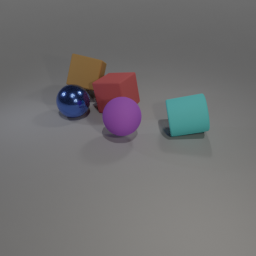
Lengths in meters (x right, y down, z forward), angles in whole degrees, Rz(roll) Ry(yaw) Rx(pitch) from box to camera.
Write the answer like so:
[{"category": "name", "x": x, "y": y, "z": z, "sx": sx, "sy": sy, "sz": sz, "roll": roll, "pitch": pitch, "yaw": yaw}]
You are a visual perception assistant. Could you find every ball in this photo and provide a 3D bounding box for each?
[{"category": "ball", "x": -2.297, "y": -1.129, "z": 11.750, "sx": 1.400, "sy": 1.400, "sz": 1.400, "roll": 0, "pitch": 31, "yaw": 0}, {"category": "ball", "x": -0.214, "y": -0.413, "z": 10.049, "sx": 1.400, "sy": 1.400, "sz": 1.400, "roll": 0, "pitch": 31, "yaw": 0}]

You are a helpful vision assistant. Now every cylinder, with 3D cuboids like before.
[{"category": "cylinder", "x": 2.193, "y": -0.473, "z": 10.404, "sx": 1.400, "sy": 1.400, "sz": 1.400, "roll": -9, "pitch": 30, "yaw": 9}]

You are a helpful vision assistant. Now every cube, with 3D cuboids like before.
[{"category": "cube", "x": -0.481, "y": -1.536, "z": 12.192, "sx": 1.400, "sy": 1.400, "sz": 1.400, "roll": 5, "pitch": 30, "yaw": 30}, {"category": "cube", "x": -1.904, "y": -2.553, "z": 13.092, "sx": 1.400, "sy": 1.400, "sz": 1.400, "roll": 14, "pitch": 8, "yaw": 2}]
